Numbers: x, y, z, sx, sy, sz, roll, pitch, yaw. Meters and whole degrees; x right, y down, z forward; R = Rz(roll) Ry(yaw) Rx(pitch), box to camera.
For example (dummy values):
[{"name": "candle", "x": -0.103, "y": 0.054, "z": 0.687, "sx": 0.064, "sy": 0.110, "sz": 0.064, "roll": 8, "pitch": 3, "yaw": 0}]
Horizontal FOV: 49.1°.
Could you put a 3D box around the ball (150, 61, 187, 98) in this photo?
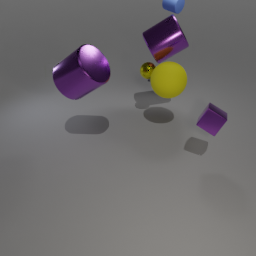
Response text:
[{"name": "ball", "x": 1.566, "y": -1.845, "z": 10.785, "sx": 1.400, "sy": 1.400, "sz": 1.400, "roll": 0, "pitch": 32, "yaw": 0}]

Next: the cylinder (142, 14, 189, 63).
[{"name": "cylinder", "x": 1.499, "y": -3.524, "z": 11.168, "sx": 1.400, "sy": 1.400, "sz": 1.400, "roll": -27, "pitch": 27, "yaw": 16}]

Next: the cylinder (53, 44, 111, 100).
[{"name": "cylinder", "x": -1.544, "y": -1.833, "z": 9.349, "sx": 1.400, "sy": 1.400, "sz": 1.400, "roll": -24, "pitch": 15, "yaw": 37}]

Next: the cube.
[{"name": "cube", "x": 2.740, "y": -0.288, "z": 9.132, "sx": 0.700, "sy": 0.700, "sz": 0.700, "roll": 33, "pitch": 28, "yaw": 5}]

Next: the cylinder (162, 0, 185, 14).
[{"name": "cylinder", "x": 1.948, "y": -5.349, "z": 11.996, "sx": 0.700, "sy": 0.700, "sz": 0.700, "roll": 35, "pitch": 45, "yaw": 30}]

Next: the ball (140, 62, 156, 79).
[{"name": "ball", "x": 0.836, "y": -2.365, "z": 11.544, "sx": 0.700, "sy": 0.700, "sz": 0.700, "roll": 0, "pitch": 32, "yaw": 0}]
